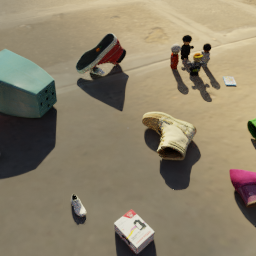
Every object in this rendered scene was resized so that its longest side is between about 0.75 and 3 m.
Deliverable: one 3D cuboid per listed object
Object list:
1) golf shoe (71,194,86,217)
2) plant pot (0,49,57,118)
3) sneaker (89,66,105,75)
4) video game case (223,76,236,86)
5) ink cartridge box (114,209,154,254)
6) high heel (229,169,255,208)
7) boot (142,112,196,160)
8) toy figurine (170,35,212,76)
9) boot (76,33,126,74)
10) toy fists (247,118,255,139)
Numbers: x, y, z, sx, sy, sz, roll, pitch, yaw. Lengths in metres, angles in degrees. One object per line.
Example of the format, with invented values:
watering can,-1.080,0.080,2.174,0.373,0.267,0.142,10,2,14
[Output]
golf shoe,-1.615,2.468,8.968,0.319,0.397,0.816,-25,50,-28
plant pot,-4.768,-1.780,12.456,2.912,2.057,2.058,21,47,13
sneaker,-1.671,-3.034,14.922,0.505,0.444,1.261,24,9,-38
video game case,5.248,-2.431,14.486,0.543,0.068,0.759,2,43,2
ink cartridge box,0.187,3.053,8.312,0.736,0.418,1.009,-32,51,-30
high heel,4.942,1.620,9.395,2.857,0.963,1.373,-12,55,-8
boot,1.370,0.305,11.008,2.272,0.827,1.766,20,46,15
toy figurine,3.406,-3.981,15.173,1.986,1.403,2.017,28,49,27
boot,-1.357,-3.578,15.065,2.701,1.948,0.978,-38,64,8
toy fists,5.753,0.432,10.885,1.217,0.821,2.387,-15,46,-5
